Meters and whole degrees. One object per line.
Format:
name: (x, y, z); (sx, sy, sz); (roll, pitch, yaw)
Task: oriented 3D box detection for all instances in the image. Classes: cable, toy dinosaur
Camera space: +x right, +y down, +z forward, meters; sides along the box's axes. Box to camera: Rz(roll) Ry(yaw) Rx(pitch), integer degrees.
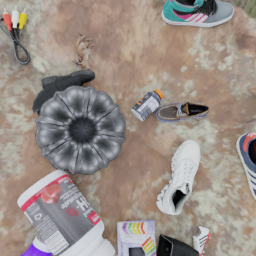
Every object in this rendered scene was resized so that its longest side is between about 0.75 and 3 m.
cable: (-3.897, -3.179, 9.583); (0.979, 0.507, 2.016); (-6, 80, -14)
toy dinosaur: (-1.600, -2.617, 9.556); (0.582, 0.919, 1.356); (6, 52, -37)

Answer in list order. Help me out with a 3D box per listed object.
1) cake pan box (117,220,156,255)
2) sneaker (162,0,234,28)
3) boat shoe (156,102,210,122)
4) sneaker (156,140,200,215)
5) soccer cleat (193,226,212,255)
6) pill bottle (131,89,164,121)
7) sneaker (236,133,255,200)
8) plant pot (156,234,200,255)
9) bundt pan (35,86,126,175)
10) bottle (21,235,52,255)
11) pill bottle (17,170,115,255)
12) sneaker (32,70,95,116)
cake pan box: (0.264, 3.533, 8.649); (1.183, 0.336, 1.284); (-2, 81, 5)
sneaker: (2.437, -4.155, 9.264); (2.485, 1.501, 1.039); (-2, 81, 0)
boat shoe: (1.798, -0.597, 9.151); (1.766, 0.639, 0.638); (-8, 81, -1)
sneaker: (1.713, 1.537, 8.620); (0.914, 0.986, 2.433); (22, 81, -5)
soccer cleat: (2.164, 3.598, 8.654); (0.481, 0.388, 1.130); (28, 78, 10)
pill bottle: (0.675, -0.792, 9.212); (1.100, 0.584, 0.584); (-44, 84, -6)
sneaker: (4.245, 1.427, 8.510); (1.046, 1.179, 2.789); (-24, 80, -3)
plant pot: (1.477, 3.896, 8.303); (0.975, 1.099, 1.096); (13, 81, -12)
bundt pan: (-1.375, 0.073, 8.496); (2.928, 1.099, 2.928); (0, 90, -12)
bottle: (-3.085, 4.584, 8.213); (1.156, 0.903, 2.767); (26, 82, 6)
pill bottle: (-1.718, 2.787, 8.137); (1.602, 1.602, 2.894); (-38, 83, -5)
sneaker: (-2.097, -1.163, 9.265); (2.190, 0.658, 1.142); (-9, 81, 4)
